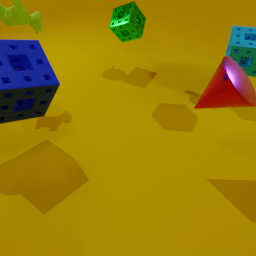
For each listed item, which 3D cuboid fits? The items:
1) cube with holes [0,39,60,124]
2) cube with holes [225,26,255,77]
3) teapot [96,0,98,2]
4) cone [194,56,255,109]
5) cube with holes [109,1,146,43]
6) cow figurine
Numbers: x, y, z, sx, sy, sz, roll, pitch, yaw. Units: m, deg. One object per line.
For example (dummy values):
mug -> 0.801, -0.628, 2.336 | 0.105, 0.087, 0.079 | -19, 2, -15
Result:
cube with holes -> -2.570, -1.045, 6.341 | 1.304, 1.304, 1.304 | -14, 67, -40
cube with holes -> 3.616, -2.348, 8.595 | 1.037, 1.037, 1.037 | 9, 53, 11
teapot -> -1.277, -5.158, 9.971 | 0.969, 1.558, 0.763 | -10, 48, 4
cone -> 1.869, -0.688, 5.930 | 1.174, 1.179, 1.174 | 26, 47, -33
cube with holes -> -0.003, -3.774, 10.066 | 0.892, 0.892, 0.892 | -2, 68, 34
cow figurine -> -2.941, -3.025, 7.784 | 1.062, 1.045, 0.583 | -12, 62, 13
